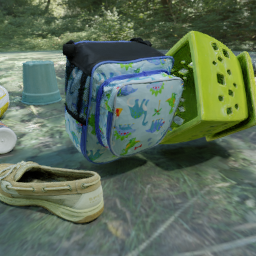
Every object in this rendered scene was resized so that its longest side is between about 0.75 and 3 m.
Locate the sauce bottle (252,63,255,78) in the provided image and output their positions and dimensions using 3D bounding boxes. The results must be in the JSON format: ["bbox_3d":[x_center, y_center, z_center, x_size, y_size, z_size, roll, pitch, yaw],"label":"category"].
[{"bbox_3d":[4.267,-2.176,12.642,2.930,0.967,0.967,-17,10,30],"label":"sauce bottle"}]

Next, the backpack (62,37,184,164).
[{"bbox_3d":[-0.215,-0.496,7.192,2.731,2.984,2.193,-15,45,-36],"label":"backpack"}]

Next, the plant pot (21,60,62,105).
[{"bbox_3d":[-4.466,-2.360,14.203,2.025,1.983,2.025,-1,19,0],"label":"plant pot"}]

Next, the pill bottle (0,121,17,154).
[{"bbox_3d":[-4.176,0.192,8.795,0.841,0.841,1.582,-16,24,-37],"label":"pill bottle"}]

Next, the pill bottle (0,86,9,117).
[{"bbox_3d":[-5.595,-0.967,11.110,1.434,1.434,2.561,-3,19,-7],"label":"pill bottle"}]

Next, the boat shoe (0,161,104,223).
[{"bbox_3d":[-1.885,1.119,6.021,3.006,0.946,1.096,11,22,27],"label":"boat shoe"}]

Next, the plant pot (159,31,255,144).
[{"bbox_3d":[2.264,-0.938,8.313,2.338,2.564,2.576,4,-17,-21],"label":"plant pot"}]
